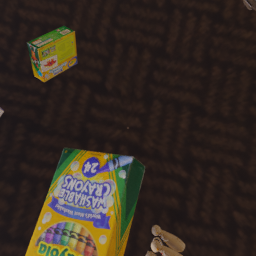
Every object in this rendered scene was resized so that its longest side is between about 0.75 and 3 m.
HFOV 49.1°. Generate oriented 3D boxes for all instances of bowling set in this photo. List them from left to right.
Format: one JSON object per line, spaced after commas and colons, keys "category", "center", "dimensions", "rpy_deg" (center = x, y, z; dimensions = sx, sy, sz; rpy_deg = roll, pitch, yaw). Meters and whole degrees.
{"category": "bowling set", "center": [0.444, 2.010, 4.030], "dimensions": [0.593, 1.105, 0.769], "rpy_deg": [34, 95, 0]}

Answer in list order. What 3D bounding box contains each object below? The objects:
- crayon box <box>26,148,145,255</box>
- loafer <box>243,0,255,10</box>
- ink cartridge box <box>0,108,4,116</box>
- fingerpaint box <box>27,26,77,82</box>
{"category": "crayon box", "center": [-0.759, 1.635, 4.844], "dimensions": [1.541, 0.632, 2.451], "rpy_deg": [4, 68, 28]}
{"category": "loafer", "center": [1.684, -1.756, 3.765], "dimensions": [1.006, 0.359, 0.367], "rpy_deg": [18, 77, -29]}
{"category": "ink cartridge box", "center": [-3.276, -0.148, 4.945], "dimensions": [0.828, 1.479, 2.168], "rpy_deg": [24, 74, 21]}
{"category": "fingerpaint box", "center": [-1.410, -1.413, 5.333], "dimensions": [0.323, 0.734, 0.880], "rpy_deg": [32, 53, 23]}
